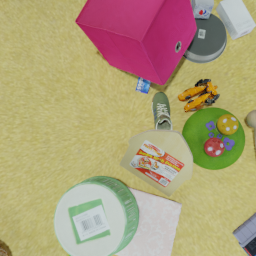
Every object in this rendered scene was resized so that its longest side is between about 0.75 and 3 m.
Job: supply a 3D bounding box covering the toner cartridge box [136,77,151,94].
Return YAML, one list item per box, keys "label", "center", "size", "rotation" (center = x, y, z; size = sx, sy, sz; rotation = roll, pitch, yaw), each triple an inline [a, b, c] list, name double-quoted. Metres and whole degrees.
- label: "toner cartridge box"
  center: [0.571, -1.656, 9.558]
  size: [0.427, 0.194, 0.898]
  rotation: [14, 83, 2]

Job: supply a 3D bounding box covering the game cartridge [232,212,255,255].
- label: "game cartridge"
  center: [4.522, 3.796, 8.773]
  size: [1.449, 0.429, 2.236]
  rotation: [-38, 84, -9]

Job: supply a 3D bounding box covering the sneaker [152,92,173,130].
- label: "sneaker"
  center: [1.156, -0.308, 9.015]
  size: [0.639, 0.856, 1.907]
  rotation: [2, 82, -8]

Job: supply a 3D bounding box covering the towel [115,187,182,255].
- label: "towel"
  center: [0.521, 3.115, 8.875]
  size: [2.009, 0.339, 2.103]
  rotation: [16, 83, 1]

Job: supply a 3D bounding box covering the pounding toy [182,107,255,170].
- label: "pounding toy"
  center: [3.126, 0.281, 8.771]
  size: [2.705, 1.255, 2.088]
  rotation: [1, 83, 1]

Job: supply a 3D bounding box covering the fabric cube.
- label: "fabric cube"
  center: [0.379, -3.079, 8.295]
  size: [2.358, 2.350, 2.313]
  rotation: [27, 82, 27]

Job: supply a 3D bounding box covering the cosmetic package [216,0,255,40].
- label: "cosmetic package"
  center: [3.707, -3.836, 9.679]
  size: [0.740, 0.532, 1.311]
  rotation: [-24, 82, -3]

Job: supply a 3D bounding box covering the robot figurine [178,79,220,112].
- label: "robot figurine"
  center: [2.367, -1.080, 9.302]
  size: [1.292, 0.376, 0.937]
  rotation: [-25, 73, 2]

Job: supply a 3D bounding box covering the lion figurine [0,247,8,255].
- label: "lion figurine"
  center: [-4.761, 3.829, 8.574]
  size: [1.994, 1.221, 0.722]
  rotation: [-1, 50, 15]

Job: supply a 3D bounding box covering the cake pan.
- label: "cake pan"
  center: [2.540, -3.183, 9.680]
  size: [1.873, 0.344, 1.873]
  rotation: [0, 82, 0]

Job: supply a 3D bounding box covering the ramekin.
- label: "ramekin"
  center: [-0.964, 2.660, 8.283]
  size: [2.448, 1.196, 2.448]
  rotation: [-2, 81, 10]

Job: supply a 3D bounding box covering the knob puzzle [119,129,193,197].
- label: "knob puzzle"
  center: [1.016, 0.868, 8.593]
  size: [2.443, 0.339, 2.443]
  rotation: [11, 122, 18]

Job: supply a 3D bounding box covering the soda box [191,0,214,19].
- label: "soda box"
  center: [2.499, -4.714, 9.531]
  size: [0.614, 0.661, 1.936]
  rotation: [3, 71, 1]
